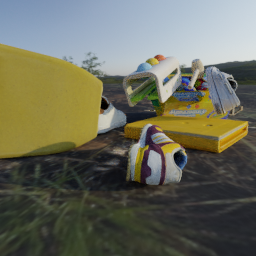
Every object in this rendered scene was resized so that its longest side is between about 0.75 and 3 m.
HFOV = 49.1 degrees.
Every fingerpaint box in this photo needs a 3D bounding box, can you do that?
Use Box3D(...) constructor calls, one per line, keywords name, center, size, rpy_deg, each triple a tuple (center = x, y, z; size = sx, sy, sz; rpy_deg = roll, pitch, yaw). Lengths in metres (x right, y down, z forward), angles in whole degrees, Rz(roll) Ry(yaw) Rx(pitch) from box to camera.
Box3D(name="fingerpaint box", center=(2.415, -1.296, 11.393), size=(2.754, 1.010, 2.297), rpy_deg=(-2, 39, -11))

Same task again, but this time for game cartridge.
Box3D(name="game cartridge", center=(1.727, 0.065, 8.445), size=(2.988, 0.485, 2.634), rpy_deg=(6, 12, 37))

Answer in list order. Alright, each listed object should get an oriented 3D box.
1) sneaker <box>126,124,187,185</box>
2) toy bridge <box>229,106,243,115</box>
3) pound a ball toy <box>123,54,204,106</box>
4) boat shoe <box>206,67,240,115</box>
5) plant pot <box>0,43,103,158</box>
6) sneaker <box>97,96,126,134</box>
Box3D(name="sneaker", center=(0.640, 0.517, 5.447), size=(0.993, 0.826, 2.204), rpy_deg=(9, 19, 11))
Box3D(name="toy bridge", center=(4.752, -0.784, 12.743), size=(1.140, 0.383, 0.155), rpy_deg=(-4, 12, -21))
Box3D(name="pound a ball toy", center=(1.311, -1.853, 9.495), size=(1.949, 1.270, 2.989), rpy_deg=(-5, 22, 28))
Box3D(name="boat shoe", center=(3.256, -1.440, 9.619), size=(0.900, 0.986, 2.739), rpy_deg=(-18, 25, 22))
Box3D(name="plant pot", center=(-2.072, -0.658, 7.295), size=(2.536, 2.463, 2.479), rpy_deg=(4, 9, -21))
Box3D(name="sneaker", center=(-0.691, -0.587, 9.828), size=(0.999, 1.161, 2.744), rpy_deg=(1, 10, 14))
